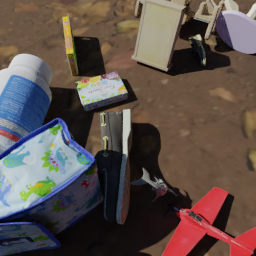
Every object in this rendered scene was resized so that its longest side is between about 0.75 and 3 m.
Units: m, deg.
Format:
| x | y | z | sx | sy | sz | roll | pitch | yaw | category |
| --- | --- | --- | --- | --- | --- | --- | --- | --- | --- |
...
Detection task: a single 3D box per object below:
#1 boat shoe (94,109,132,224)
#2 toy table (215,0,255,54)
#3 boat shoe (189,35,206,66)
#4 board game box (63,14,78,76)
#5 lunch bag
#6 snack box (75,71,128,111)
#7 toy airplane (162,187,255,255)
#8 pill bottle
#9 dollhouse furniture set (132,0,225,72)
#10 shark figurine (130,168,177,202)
| x | y | z | sx | sy | sz | roll | pitch | yaw | category |
| --- | --- | --- | --- | --- | --- | --- | --- | --- | --- |
| -0.391 | 0.811 | 6.729 | 0.907 | 1.073 | 3.011 | 0 | 50 | 4 | boat shoe |
| 3.752 | -3.395 | 9.205 | 1.789 | 1.645 | 1.048 | 39 | 61 | -24 | toy table |
| 2.290 | -2.530 | 9.245 | 0.426 | 0.482 | 1.315 | -9 | 54 | 8 | boat shoe |
| -1.862 | -2.718 | 9.044 | 0.291 | 0.927 | 1.940 | -7 | 57 | -5 | board game box |
| -1.875 | 1.444 | 5.579 | 2.599 | 2.210 | 1.656 | -33 | 63 | -21 | lunch bag |
| -0.791 | -1.110 | 8.342 | 1.333 | 0.353 | 0.948 | -18 | 59 | -11 | snack box |
| 1.746 | 2.194 | 5.925 | 2.295 | 0.422 | 2.295 | -8 | 42 | 7 | toy airplane |
| -2.905 | -0.531 | 7.245 | 1.574 | 1.574 | 2.805 | 8 | 58 | 5 | pill bottle |
| 1.426 | -3.427 | 9.417 | 2.682 | 1.900 | 2.920 | 23 | 39 | 13 | dollhouse furniture set |
| 0.600 | 1.405 | 6.246 | 0.765 | 1.280 | 0.534 | 40 | 92 | 30 | shark figurine |
